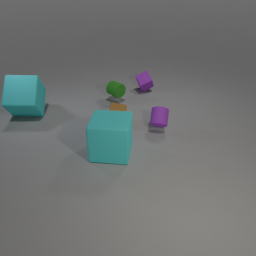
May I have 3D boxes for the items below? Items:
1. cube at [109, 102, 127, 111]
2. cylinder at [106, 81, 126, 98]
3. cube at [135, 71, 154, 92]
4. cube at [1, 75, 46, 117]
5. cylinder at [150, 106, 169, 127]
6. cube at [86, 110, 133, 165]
[{"bbox_3d":[-0.465,-0.577,11.955,0.700,0.700,0.700,10,38,-1],"label":"cube"},{"bbox_3d":[-0.589,-1.896,13.669,0.700,0.700,0.700,-26,38,-37],"label":"cylinder"},{"bbox_3d":[0.885,-2.484,14.904,0.700,0.700,0.700,-25,66,2],"label":"cube"},{"bbox_3d":[-4.501,-1.372,12.249,1.400,1.400,1.400,0,74,-2],"label":"cube"},{"bbox_3d":[1.267,-0.443,11.256,0.700,0.700,0.700,8,-11,2],"label":"cylinder"},{"bbox_3d":[-0.606,0.297,9.922,1.400,1.400,1.400,3,30,6],"label":"cube"}]
